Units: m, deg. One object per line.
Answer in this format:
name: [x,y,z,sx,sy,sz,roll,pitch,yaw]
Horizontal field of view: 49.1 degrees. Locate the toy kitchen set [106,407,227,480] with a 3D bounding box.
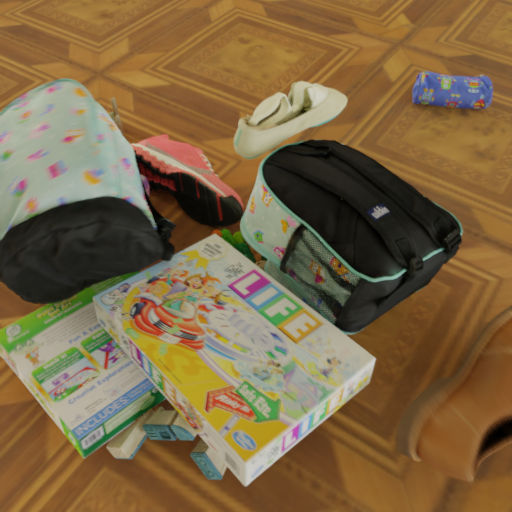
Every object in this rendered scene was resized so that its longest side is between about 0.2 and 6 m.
toy kitchen set: [-1.241,2.829,8.085,1.335,1.069,0.786,-13,26,37]

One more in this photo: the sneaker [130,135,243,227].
sneaker: [-1.322,-1.748,11.493,3.079,1.135,1.336,31,54,23]

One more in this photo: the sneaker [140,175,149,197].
sneaker: [-3.264,-1.289,11.119,2.668,1.073,1.179,10,51,10]

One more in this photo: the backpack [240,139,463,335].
backpack: [1.335,-0.407,9.367,2.768,2.413,3.148,-27,66,-35]

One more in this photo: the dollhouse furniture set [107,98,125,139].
dollhouse furniture set: [-3.855,-2.642,11.994,1.956,1.483,2.232,-14,52,-11]

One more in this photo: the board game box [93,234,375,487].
board game box: [-0.422,1.226,8.261,2.401,0.611,3.571,-30,50,-31]

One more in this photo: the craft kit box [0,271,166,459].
craft kit box: [-2.339,1.437,8.852,2.582,0.626,2.550,-32,53,-32]

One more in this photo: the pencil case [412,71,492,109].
pencil case: [4.773,-4.045,13.615,1.883,0.735,0.818,5,87,4]

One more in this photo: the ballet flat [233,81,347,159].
ballet flat: [0.632,-2.494,9.573,2.484,0.863,0.863,-36,59,-25]

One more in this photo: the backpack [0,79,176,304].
backpack: [-2.995,-1.183,9.179,2.777,2.106,3.327,-17,57,0]

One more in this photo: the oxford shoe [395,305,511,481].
oxford shoe: [3.607,1.918,8.140,3.544,1.264,1.263,-38,37,-26]

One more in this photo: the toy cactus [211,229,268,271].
toy cactus: [-0.079,0.000,10.226,1.938,0.991,1.599,-36,72,-28]
